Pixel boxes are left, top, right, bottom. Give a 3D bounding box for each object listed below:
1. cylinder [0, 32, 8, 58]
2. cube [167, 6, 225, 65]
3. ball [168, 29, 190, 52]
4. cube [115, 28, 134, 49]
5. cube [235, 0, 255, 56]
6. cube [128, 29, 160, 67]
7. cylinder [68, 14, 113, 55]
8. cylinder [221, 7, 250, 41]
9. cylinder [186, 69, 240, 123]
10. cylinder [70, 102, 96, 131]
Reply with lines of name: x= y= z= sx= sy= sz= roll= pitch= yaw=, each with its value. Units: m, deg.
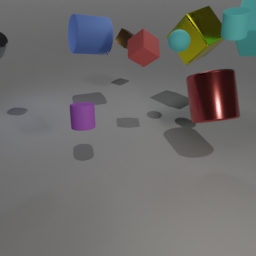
cylinder: x=-4.535 y=-2.829 z=9.554 sx=0.700 sy=0.700 sz=0.700 roll=-29 pitch=-4 yaw=-42
cube: x=2.660 y=-3.532 z=10.757 sx=1.400 sy=1.400 sz=1.400 roll=-31 pitch=-4 yaw=-31
ball: x=1.647 y=-2.809 z=9.036 sx=0.700 sy=0.700 sz=0.700 roll=0 pitch=29 yaw=0
cube: x=-0.086 y=-4.319 z=13.615 sx=0.700 sy=0.700 sz=0.700 roll=38 pitch=22 yaw=11
cube: x=4.461 y=-3.347 z=9.271 sx=1.400 sy=1.400 sz=1.400 roll=12 pitch=73 yaw=35
cube: x=0.472 y=-2.407 z=8.479 sx=0.700 sy=0.700 sz=0.700 roll=20 pitch=-31 yaw=-39
cylinder: x=-1.447 y=-3.542 z=10.682 sx=1.400 sy=1.400 sz=1.400 roll=-5 pitch=28 yaw=-25
cylinder: x=2.963 y=-2.881 z=7.751 sx=0.700 sy=0.700 sz=0.700 roll=-5 pitch=38 yaw=4
cylinder: x=2.505 y=-0.918 z=8.302 sx=1.400 sy=1.400 sz=1.400 roll=-8 pitch=2 yaw=0
cylinder: x=-1.298 y=-0.342 z=8.030 sx=0.700 sy=0.700 sz=0.700 roll=-1 pitch=15 yaw=0
